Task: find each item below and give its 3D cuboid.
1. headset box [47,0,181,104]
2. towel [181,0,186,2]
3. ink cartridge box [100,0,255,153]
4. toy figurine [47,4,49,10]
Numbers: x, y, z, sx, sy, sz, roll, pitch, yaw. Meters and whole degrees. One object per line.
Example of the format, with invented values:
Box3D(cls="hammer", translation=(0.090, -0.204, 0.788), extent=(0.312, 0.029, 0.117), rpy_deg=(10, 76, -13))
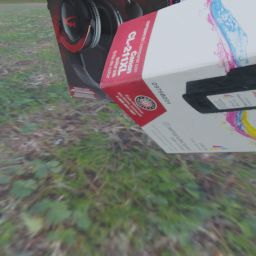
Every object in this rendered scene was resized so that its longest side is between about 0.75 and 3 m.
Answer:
Box3D(cls="headset box", translation=(-0.153, -1.603, 5.064), extent=(2.064, 2.777, 1.042), rpy_deg=(10, 42, 18))
Box3D(cls="towel", translation=(1.053, -3.896, 8.978), extent=(1.237, 2.393, 2.891), rpy_deg=(-28, -26, 38))
Box3D(cls="ink cartridge box", translation=(1.318, -0.576, 3.373), extent=(2.633, 1.919, 1.090), rpy_deg=(-5, 57, 36))
Box3D(cls="toy figurine", translation=(-1.892, -4.202, 9.433), extent=(1.474, 1.452, 1.026), rpy_deg=(-15, 51, 48))
